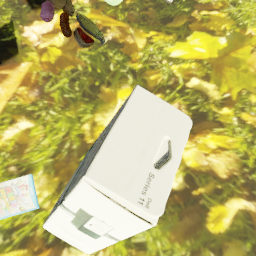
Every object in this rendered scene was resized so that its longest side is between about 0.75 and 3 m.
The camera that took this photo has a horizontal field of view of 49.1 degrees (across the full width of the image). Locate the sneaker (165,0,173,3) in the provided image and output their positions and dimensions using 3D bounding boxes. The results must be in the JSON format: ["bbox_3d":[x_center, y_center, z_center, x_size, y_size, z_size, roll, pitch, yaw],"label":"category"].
[{"bbox_3d":[1.223,-4.615,9.596,0.779,0.294,0.448,33,45,-7],"label":"sneaker"}]

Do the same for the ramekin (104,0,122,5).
[{"bbox_3d":[-0.507,-4.060,7.186,0.755,1.545,1.545,4,55,-33],"label":"ramekin"}]

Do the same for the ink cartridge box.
[{"bbox_3d":[-0.264,0.795,4.584,1.062,2.557,1.874,33,51,-6],"label":"ink cartridge box"}]

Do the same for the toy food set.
[{"bbox_3d":[-1.524,-2.676,6.982,2.001,0.315,1.272,47,41,-6],"label":"toy food set"}]

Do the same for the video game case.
[{"bbox_3d":[-2.617,1.565,6.301,1.098,0.098,0.786,-16,76,-2],"label":"video game case"}]
